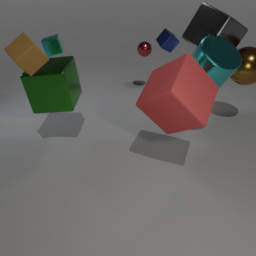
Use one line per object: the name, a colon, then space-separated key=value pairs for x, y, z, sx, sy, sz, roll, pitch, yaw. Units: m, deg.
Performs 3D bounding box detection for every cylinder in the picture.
cylinder: x=2.646 y=-1.980 z=9.044 sx=1.400 sy=1.400 sz=1.400 roll=9 pitch=59 yaw=-15

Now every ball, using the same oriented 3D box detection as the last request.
ball: x=4.382 y=-2.279 z=10.318 sx=1.400 sy=1.400 sz=1.400 roll=0 pitch=30 yaw=0
ball: x=0.782 y=-3.739 z=13.280 sx=0.700 sy=0.700 sz=0.700 roll=0 pitch=30 yaw=0

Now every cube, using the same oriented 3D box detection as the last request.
cube: x=3.130 y=-3.431 z=10.172 sx=1.400 sy=1.400 sz=1.400 roll=6 pitch=35 yaw=-43
cube: x=1.341 y=-0.865 z=7.598 sx=1.400 sy=1.400 sz=1.400 roll=-16 pitch=40 yaw=51
cube: x=1.878 y=-4.133 z=13.277 sx=0.700 sy=0.700 sz=0.700 roll=17 pitch=38 yaw=-38
cube: x=-3.219 y=-3.514 z=11.943 sx=0.700 sy=0.700 sz=0.700 roll=-17 pitch=30 yaw=-2
cube: x=-2.735 y=-1.995 z=7.595 sx=0.700 sy=0.700 sz=0.700 roll=-43 pitch=61 yaw=-2
cube: x=-2.482 y=-1.450 z=9.355 sx=1.400 sy=1.400 sz=1.400 roll=-3 pitch=35 yaw=8
